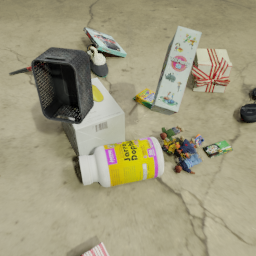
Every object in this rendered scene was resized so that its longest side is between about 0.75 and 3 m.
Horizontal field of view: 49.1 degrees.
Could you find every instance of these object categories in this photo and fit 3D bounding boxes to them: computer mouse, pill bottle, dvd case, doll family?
[{"bbox_3d":[5.415,-0.969,11.990,0.809,0.470,2.759,5,36,35],"label":"computer mouse"},{"bbox_3d":[-0.234,1.145,9.100,2.588,1.349,1.349,-10,45,-10],"label":"pill bottle"},{"bbox_3d":[-1.285,-4.696,15.274,1.762,0.266,2.413,6,35,-35],"label":"dvd case"},{"bbox_3d":[1.802,0.774,9.940,1.124,0.763,1.944,-22,51,-27],"label":"doll family"}]

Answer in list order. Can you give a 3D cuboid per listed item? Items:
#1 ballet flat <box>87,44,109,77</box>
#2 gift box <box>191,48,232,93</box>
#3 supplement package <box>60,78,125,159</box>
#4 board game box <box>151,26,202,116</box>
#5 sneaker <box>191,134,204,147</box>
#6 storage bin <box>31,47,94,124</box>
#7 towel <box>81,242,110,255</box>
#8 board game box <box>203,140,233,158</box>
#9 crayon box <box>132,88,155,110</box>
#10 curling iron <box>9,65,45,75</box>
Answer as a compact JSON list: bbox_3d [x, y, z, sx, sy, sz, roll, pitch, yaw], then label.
[{"bbox_3d":[-1.598,-3.527,14.231,0.889,0.889,2.433,-13,46,-13],"label":"ballet flat"},{"bbox_3d":[3.681,-2.663,12.709,1.669,1.808,1.689,0,46,7],"label":"gift box"},{"bbox_3d":[-1.411,-0.333,10.302,1.781,1.768,2.346,-20,48,-19],"label":"supplement package"},{"bbox_3d":[1.313,-1.539,8.110,0.711,1.632,2.212,15,90,0],"label":"board game box"},{"bbox_3d":[2.571,0.561,10.450,0.340,0.327,0.867,32,55,22],"label":"sneaker"},{"bbox_3d":[-1.462,-0.968,6.506,1.063,1.572,0.737,10,39,14],"label":"storage bin"},{"bbox_3d":[-0.928,3.520,7.254,0.988,0.148,0.723,-25,94,-27],"label":"towel"},{"bbox_3d":[3.328,0.780,10.368,0.985,0.116,0.516,-15,44,-15],"label":"board game box"},{"bbox_3d":[0.881,-1.312,12.341,1.229,0.317,0.773,33,53,29],"label":"crayon box"},{"bbox_3d":[-4.942,-2.915,14.015,1.979,0.253,0.491,-12,46,-12],"label":"curling iron"}]
